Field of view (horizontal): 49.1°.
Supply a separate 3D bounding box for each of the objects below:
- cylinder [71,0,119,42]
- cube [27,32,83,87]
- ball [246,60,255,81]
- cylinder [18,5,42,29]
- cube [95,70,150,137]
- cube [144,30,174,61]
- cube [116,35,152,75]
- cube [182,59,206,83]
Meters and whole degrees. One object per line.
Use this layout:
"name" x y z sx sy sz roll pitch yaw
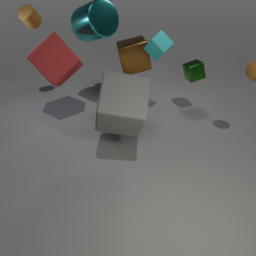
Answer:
"cylinder" -1.308 -4.183 11.001 1.400 1.400 1.400 -24 21 -34
"cube" -2.779 -2.605 10.914 1.400 1.400 1.400 -42 7 1
"ball" 4.267 -1.908 9.262 0.700 0.700 0.700 0 31 0
"cylinder" -4.043 -4.586 11.586 0.700 0.700 0.700 -5 71 15
"cube" -0.185 -0.688 8.494 1.400 1.400 1.400 9 66 -4
"cube" 1.195 -3.190 10.876 0.700 0.700 0.700 44 64 -6
"cube" 0.273 -3.578 13.797 1.400 1.400 1.400 -14 30 1
"cube" 2.833 -2.452 12.016 0.700 0.700 0.700 -20 28 -2
